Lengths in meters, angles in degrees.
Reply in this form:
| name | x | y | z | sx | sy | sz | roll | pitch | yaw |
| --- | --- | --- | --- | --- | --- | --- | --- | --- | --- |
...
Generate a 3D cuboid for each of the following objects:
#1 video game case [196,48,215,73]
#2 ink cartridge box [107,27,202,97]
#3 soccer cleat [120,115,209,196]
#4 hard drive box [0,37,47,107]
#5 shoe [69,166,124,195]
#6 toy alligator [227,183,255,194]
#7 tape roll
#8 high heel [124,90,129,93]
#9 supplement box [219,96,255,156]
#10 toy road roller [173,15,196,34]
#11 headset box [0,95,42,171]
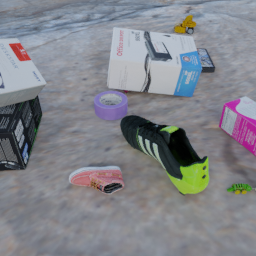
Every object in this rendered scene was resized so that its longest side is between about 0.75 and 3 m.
| name | x | y | z | sx | sy | sz | roll | pitch | yaw |
| --- | --- | --- | --- | --- | --- | --- | --- | --- | --- |
| video game case | 2.331 | -2.823 | 11.499 | 2.099 | 0.268 | 1.897 | 1 | 37 | 2 |
| ink cartridge box | 0.812 | -2.268 | 9.547 | 2.889 | 1.217 | 2.089 | 5 | 46 | -4 |
| soccer cleat | 0.807 | 0.298 | 6.693 | 1.006 | 1.208 | 2.980 | -22 | 43 | -26 |
| hard drive box | -2.955 | -1.192 | 6.127 | 1.389 | 0.684 | 1.782 | 56 | 36 | 3 |
| shoe | -0.687 | 1.175 | 6.201 | 1.195 | 0.427 | 0.544 | -5 | 34 | -13 |
| toy alligator | 2.577 | 1.316 | 6.204 | 0.755 | 0.205 | 0.224 | -2 | 38 | -2 |
| tape roll | -0.525 | -0.704 | 8.630 | 1.025 | 0.435 | 1.025 | -1 | 37 | 0 |
| high heel | 0.241 | -1.454 | 9.828 | 0.961 | 0.324 | 0.462 | -10 | 69 | -21 |
| supplement box | 3.335 | -0.035 | 7.424 | 0.837 | 0.855 | 1.654 | -18 | 42 | -20 |
| toy road roller | 2.909 | -5.300 | 14.250 | 1.115 | 0.814 | 0.685 | 8 | 38 | 10 |
| headset box | -3.854 | -0.101 | 7.168 | 2.703 | 1.254 | 2.354 | -3 | 38 | -3 |
